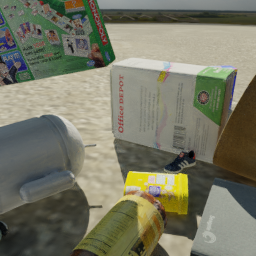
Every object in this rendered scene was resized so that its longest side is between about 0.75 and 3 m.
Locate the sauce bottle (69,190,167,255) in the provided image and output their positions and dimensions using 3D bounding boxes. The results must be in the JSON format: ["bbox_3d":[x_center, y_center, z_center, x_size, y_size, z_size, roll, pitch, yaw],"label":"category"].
[{"bbox_3d":[-0.363,1.758,3.354,0.857,0.857,2.596,13,30,27],"label":"sauce bottle"}]

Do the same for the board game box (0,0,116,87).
[{"bbox_3d":[-1.809,-1.871,5.124,2.913,1.960,0.424,-2,30,30],"label":"board game box"}]

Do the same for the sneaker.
[{"bbox_3d":[1.142,0.712,6.167,0.875,0.370,0.328,-18,30,-33],"label":"sneaker"}]

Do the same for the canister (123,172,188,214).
[{"bbox_3d":[0.512,1.145,5.096,1.102,0.477,0.818,3,25,9],"label":"canister"}]

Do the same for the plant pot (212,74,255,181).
[{"bbox_3d":[3.335,0.263,5.193,2.565,2.390,2.390,30,36,26],"label":"plant pot"}]

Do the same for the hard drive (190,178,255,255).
[{"bbox_3d":[2.407,1.655,3.999,2.678,0.440,1.869,11,27,23],"label":"hard drive"}]

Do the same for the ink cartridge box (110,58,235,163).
[{"bbox_3d":[1.003,-0.550,6.946,2.759,2.005,1.207,12,27,25],"label":"ink cartridge box"}]

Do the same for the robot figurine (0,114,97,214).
[{"bbox_3d":[-1.874,0.586,5.150,2.544,1.437,2.158,-20,39,-36],"label":"robot figurine"}]

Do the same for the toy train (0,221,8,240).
[{"bbox_3d":[-2.252,1.668,4.068,0.574,0.429,1.007,21,27,14],"label":"toy train"}]

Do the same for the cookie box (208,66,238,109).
[{"bbox_3d":[2.908,-1.329,9.389,1.209,1.414,0.531,-4,25,-8],"label":"cookie box"}]
